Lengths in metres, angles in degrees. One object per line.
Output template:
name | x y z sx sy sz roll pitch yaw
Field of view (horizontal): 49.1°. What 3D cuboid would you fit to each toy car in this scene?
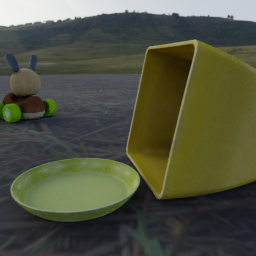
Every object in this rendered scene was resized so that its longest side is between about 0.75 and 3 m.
toy car | -4.460 -1.764 11.802 2.098 2.659 2.184 11 17 35

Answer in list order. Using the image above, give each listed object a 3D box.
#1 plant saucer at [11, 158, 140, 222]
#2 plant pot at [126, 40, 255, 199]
plant saucer | -0.904 1.074 5.066 2.236 0.347 2.236 0 14 0
plant pot | 1.604 -0.192 5.982 2.362 2.678 2.678 8 11 -15
